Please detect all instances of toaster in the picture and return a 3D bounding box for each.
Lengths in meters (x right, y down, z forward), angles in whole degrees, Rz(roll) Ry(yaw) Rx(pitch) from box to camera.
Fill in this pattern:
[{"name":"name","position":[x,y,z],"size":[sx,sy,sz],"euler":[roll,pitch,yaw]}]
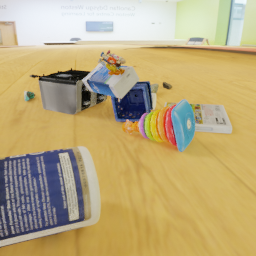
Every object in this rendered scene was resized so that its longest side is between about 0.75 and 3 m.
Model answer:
[{"name":"toaster","position":[-2.277,-1.585,11.454],"size":[2.396,1.422,2.167],"euler":[11,23,27]}]

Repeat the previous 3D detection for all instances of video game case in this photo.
[{"name":"video game case","position":[2.364,-0.421,9.993],"size":[2.253,0.283,2.475],"euler":[4,22,11]}]

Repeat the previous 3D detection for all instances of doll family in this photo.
[{"name":"doll family","position":[-0.439,-1.834,8.174],"size":[0.743,0.540,1.198],"euler":[32,22,-2]}]

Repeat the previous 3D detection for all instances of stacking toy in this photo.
[{"name":"stacking toy","position":[0.763,-0.047,8.165],"size":[2.166,1.257,1.189],"euler":[-4,21,33]}]

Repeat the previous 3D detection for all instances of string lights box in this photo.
[{"name":"string lights box","position":[-0.609,-1.588,9.173],"size":[0.943,0.541,1.835],"euler":[-48,38,-18]}]

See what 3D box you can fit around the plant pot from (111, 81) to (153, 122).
[{"name":"plant pot","position":[0.215,-1.003,9.877],"size":[1.269,1.269,1.141],"euler":[-1,24,20]}]

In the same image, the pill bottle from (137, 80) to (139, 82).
[{"name":"pill bottle","position":[-0.390,-2.188,13.744],"size":[1.739,0.953,0.953],"euler":[8,22,20]}]

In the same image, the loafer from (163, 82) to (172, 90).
[{"name":"loafer","position":[2.086,-2.235,14.852],"size":[0.266,0.300,0.789],"euler":[-7,32,-21]}]

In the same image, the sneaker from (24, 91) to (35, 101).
[{"name":"sneaker","position":[-4.436,-1.474,12.659],"size":[0.486,0.413,1.066],"euler":[-3,22,-19]}]

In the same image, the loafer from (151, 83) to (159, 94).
[{"name":"loafer","position":[1.057,-1.833,13.385],"size":[0.542,0.543,1.554],"euler":[16,25,19]}]

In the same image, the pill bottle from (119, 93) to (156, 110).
[{"name":"pill bottle","position":[0.384,-1.087,11.043],"size":[1.372,0.778,0.778],"euler":[6,21,15]}]

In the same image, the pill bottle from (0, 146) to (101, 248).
[{"name":"pill bottle","position":[-1.736,1.094,4.387],"size":[2.399,1.332,1.332],"euler":[-8,22,-19]}]
